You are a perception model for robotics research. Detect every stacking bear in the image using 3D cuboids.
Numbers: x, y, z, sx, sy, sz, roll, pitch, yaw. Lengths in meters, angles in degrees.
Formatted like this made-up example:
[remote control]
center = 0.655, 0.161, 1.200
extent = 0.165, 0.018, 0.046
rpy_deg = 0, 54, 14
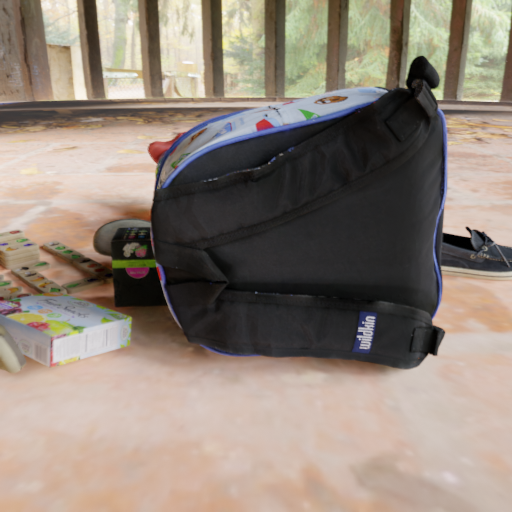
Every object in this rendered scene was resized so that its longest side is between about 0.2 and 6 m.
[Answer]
[stacking bear]
center = -1.888, -1.754, 13.343
extent = 1.251, 1.172, 2.061
rpy_deg = -15, 51, 13

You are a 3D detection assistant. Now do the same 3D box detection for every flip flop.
[flip flop]
center = -3.302, 1.089, 6.377
extent = 1.989, 0.807, 0.573
rpy_deg = 1, 37, 43

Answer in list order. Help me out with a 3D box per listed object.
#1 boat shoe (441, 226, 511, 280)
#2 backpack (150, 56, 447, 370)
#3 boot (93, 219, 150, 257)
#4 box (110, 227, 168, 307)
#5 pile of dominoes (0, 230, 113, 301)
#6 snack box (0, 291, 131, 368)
[boat shoe]
center = 3.883, -0.086, 9.913
extent = 2.517, 0.783, 0.939
rpy_deg = 5, 19, 9
[backpack]
center = 0.410, -0.433, 7.219
extent = 3.514, 3.689, 2.842
rpy_deg = -11, 20, -11
[boot]
center = -1.863, -0.221, 9.761
extent = 2.151, 0.728, 1.405
rpy_deg = 2, 8, -5
[box]
center = -1.426, 0.135, 8.539
extent = 1.419, 1.054, 0.882
rpy_deg = -2, 16, -6
[pile of dominoes]
center = -4.028, 0.116, 9.837
extent = 2.169, 0.443, 2.783
rpy_deg = -18, 26, -40
[snack box]
center = -2.641, 0.907, 7.346
extent = 1.687, 0.447, 1.199
rpy_deg = 12, 12, 36
